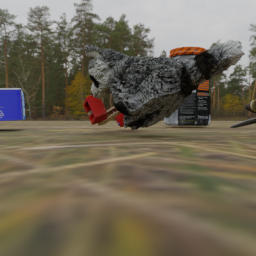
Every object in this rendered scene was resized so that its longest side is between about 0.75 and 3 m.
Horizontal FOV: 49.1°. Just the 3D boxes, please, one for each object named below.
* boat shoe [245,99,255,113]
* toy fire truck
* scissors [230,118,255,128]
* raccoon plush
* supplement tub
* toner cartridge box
[{"bbox_3d":[3.377,-0.527,6.825,1.143,0.408,0.376,1,1,-22],"label":"boat shoe"},{"bbox_3d":[-0.212,-0.292,4.984,1.073,0.371,1.522,-25,-12,-12],"label":"toy fire truck"},{"bbox_3d":[2.076,-0.273,3.294,1.806,0.126,0.661,-8,-26,29],"label":"scissors"},{"bbox_3d":[0.338,-0.853,3.742,1.911,1.280,0.924,-28,-21,3],"label":"raccoon plush"},{"bbox_3d":[1.660,-1.104,7.854,1.302,2.125,1.302,1,2,0],"label":"supplement tub"},{"bbox_3d":[-3.570,-0.395,5.392,2.946,0.636,1.399,-3,4,-19],"label":"toner cartridge box"}]
